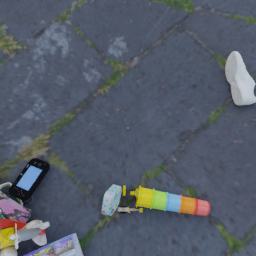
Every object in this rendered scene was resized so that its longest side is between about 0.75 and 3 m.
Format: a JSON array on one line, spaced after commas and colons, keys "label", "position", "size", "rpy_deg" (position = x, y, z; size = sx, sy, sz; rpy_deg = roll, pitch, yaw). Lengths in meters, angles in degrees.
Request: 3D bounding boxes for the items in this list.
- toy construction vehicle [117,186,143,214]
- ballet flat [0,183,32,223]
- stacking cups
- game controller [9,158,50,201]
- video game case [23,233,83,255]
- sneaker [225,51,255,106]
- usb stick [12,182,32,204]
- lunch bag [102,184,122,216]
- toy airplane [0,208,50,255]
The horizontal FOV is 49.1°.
[{"label": "toy construction vehicle", "position": [-0.020, 2.329, 9.112], "size": [1.012, 0.356, 0.881], "rpy_deg": [-3, 72, 8]}, {"label": "ballet flat", "position": [-4.286, 2.017, 8.918], "size": [2.931, 1.013, 1.043], "rpy_deg": [40, 50, 3]}, {"label": "stacking cups", "position": [1.413, 2.418, 8.965], "size": [2.283, 0.691, 0.691], "rpy_deg": [12, 74, -1]}, {"label": "game controller", "position": [-3.194, 1.645, 9.118], "size": [0.757, 0.306, 1.451], "rpy_deg": [24, 56, 5]}, {"label": "video game case", "position": [-2.345, 4.688, 8.271], "size": [2.460, 0.559, 2.230], "rpy_deg": [-22, 75, -6]}, {"label": "sneaker", "position": [4.178, -1.801, 10.188], "size": [0.895, 0.761, 2.023], "rpy_deg": [-4, 80, -14]}, {"label": "usb stick", "position": [-3.502, 2.095, 9.256], "size": [0.242, 0.142, 0.872], "rpy_deg": [-38, 77, -11]}, {"label": "lunch bag", "position": [-0.485, 2.179, 8.563], "size": [0.371, 0.962, 0.772], "rpy_deg": [15, 102, 11]}, {"label": "toy airplane", "position": [-3.209, 3.181, 8.018], "size": [1.907, 1.915, 1.351], "rpy_deg": [-7, 49, 0]}]
